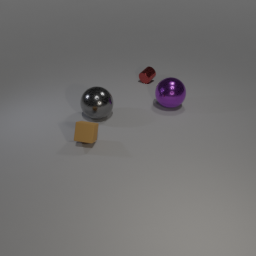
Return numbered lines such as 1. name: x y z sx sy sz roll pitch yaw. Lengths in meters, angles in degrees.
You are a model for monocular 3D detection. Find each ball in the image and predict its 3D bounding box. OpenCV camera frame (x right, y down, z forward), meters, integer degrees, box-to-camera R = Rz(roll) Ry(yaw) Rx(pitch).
1. ball: -1.318 -1.064 11.907 1.400 1.400 1.400 0 32 0
2. ball: 1.930 -1.592 12.712 1.400 1.400 1.400 0 32 0

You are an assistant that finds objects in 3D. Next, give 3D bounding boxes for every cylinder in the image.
1. cylinder: 1.061 -2.899 15.349 0.700 0.700 0.700 24 54 33

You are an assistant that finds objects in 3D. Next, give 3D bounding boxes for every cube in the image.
1. cube: -1.531 0.140 10.333 0.700 0.700 0.700 8 5 6
